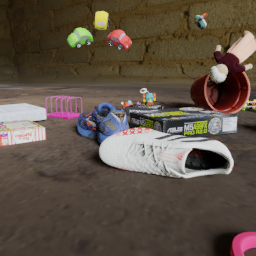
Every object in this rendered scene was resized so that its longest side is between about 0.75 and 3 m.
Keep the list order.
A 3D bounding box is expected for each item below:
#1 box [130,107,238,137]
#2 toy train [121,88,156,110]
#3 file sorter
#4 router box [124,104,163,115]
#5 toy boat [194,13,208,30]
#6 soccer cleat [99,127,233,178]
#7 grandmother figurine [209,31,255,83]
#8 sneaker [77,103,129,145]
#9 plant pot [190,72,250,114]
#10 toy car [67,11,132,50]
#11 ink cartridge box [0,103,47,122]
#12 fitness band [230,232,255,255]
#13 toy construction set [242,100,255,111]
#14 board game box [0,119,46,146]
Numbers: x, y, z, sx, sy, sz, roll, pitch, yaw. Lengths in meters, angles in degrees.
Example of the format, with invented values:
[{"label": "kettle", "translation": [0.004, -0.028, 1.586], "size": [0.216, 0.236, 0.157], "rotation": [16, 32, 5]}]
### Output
[{"label": "box", "translation": [1.836, -0.221, 9.584], "size": [2.892, 0.640, 2.316], "rotation": [-5, 13, -23]}, {"label": "toy train", "translation": [0.566, -1.210, 13.840], "size": [1.362, 0.504, 1.814], "rotation": [13, -33, -35]}, {"label": "file sorter", "translation": [-2.867, -0.962, 12.564], "size": [1.430, 0.897, 0.993], "rotation": [7, 14, 32]}, {"label": "router box", "translation": [0.750, -0.838, 13.160], "size": [1.586, 0.405, 1.183], "rotation": [5, 13, 21]}, {"label": "toy boat", "translation": [3.014, -4.470, 11.635], "size": [0.364, 0.659, 0.783], "rotation": [-37, -6, -12]}, {"label": "soccer cleat", "translation": [0.719, 0.523, 5.501], "size": [2.643, 0.907, 1.126], "rotation": [5, 8, 2]}, {"label": "grandmother figurine", "translation": [3.825, -2.575, 10.296], "size": [1.506, 0.752, 2.483], "rotation": [35, 70, 27]}, {"label": "sneaker", "translation": [-0.712, -0.218, 8.383], "size": [1.088, 1.133, 2.889], "rotation": [-6, 13, -32]}, {"label": "plant pot", "translation": [4.407, -1.865, 14.108], "size": [2.354, 2.354, 2.290], "rotation": [-2, 4, -11]}, {"label": "toy car", "translation": [-1.232, -3.564, 10.428], "size": [2.147, 0.509, 2.282], "rotation": [-24, 61, -20]}, {"label": "ink cartridge box", "translation": [-5.078, -0.565, 11.521], "size": [2.618, 0.567, 2.571], "rotation": [-11, 16, -36]}, {"label": "fitness band", "translation": [1.501, 1.425, 2.783], "size": [0.858, 0.224, 1.195], "rotation": [-1, 10, 10]}, {"label": "toy construction set", "translation": [6.278, -1.177, 13.928], "size": [1.663, 0.766, 1.091], "rotation": [19, -3, 38]}, {"label": "board game box", "translation": [-3.482, 0.093, 8.663], "size": [1.317, 0.403, 1.739], "rotation": [-8, 14, -35]}]
